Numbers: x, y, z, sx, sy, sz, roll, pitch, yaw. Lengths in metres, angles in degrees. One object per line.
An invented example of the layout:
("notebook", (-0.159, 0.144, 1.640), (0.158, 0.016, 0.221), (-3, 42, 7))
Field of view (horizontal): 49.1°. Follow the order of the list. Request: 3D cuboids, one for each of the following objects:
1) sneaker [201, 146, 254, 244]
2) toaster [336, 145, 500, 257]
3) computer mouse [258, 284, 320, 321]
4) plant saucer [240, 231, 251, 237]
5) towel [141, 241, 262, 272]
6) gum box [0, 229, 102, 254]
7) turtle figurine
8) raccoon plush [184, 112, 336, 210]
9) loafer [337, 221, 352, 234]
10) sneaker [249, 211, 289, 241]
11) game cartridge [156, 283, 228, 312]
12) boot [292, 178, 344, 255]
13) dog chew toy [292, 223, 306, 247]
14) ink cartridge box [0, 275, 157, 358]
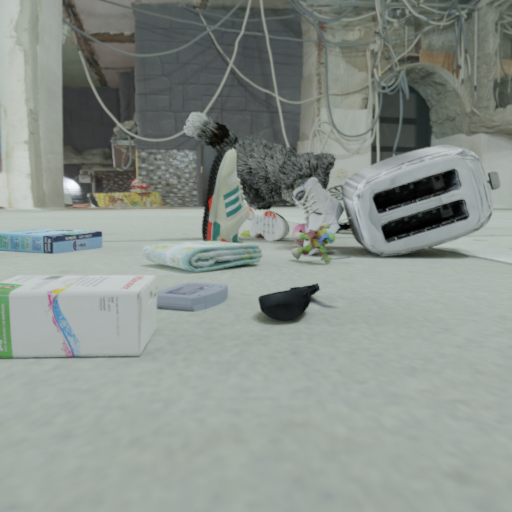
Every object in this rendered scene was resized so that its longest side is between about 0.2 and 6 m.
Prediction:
("sneaker", (-0.513, -1.220, 11.984), (1.033, 2.209, 0.778), (6, 20, -16))
("toaster", (2.905, -1.027, 10.663), (3.118, 1.772, 2.014), (-16, 7, 7))
("computer mouse", (0.378, 0.453, 5.582), (0.460, 0.267, 1.570), (-12, -2, 16))
("plant saucer", (-0.088, -0.612, 15.314), (0.581, 0.139, 0.580), (3, 7, 22))
("towel", (-0.840, -0.011, 8.904), (1.527, 0.368, 1.307), (-4, 6, -42))
("gum box", (-4.329, -0.322, 11.629), (1.690, 0.377, 1.436), (3, 7, 24))
("turtle figurine", (1.085, -0.193, 9.305), (0.879, 0.652, 0.907), (-8, 10, 44))
("raccoon plush", (0.104, -2.125, 12.691), (3.401, 1.645, 2.279), (22, -12, -27))
("loafer", (3.296, -0.962, 15.877), (2.237, 0.703, 0.804), (2, 7, 21))
("sneaker", (0.500, -0.757, 14.200), (0.787, 0.741, 1.922), (5, 5, -24))
("game cartridge", (-0.664, 0.426, 5.908), (0.594, 0.183, 0.893), (-1, 6, 21))
("boot", (1.070, -0.852, 11.019), (0.818, 1.063, 2.224), (-40, 8, 24))
("dog chew toy", (0.980, -0.456, 11.694), (0.500, 0.500, 0.802), (1, -3, 12))
("ink cartridge box", (-1.387, 0.436, 4.279), (1.166, 0.490, 0.845), (0, 6, -2))
